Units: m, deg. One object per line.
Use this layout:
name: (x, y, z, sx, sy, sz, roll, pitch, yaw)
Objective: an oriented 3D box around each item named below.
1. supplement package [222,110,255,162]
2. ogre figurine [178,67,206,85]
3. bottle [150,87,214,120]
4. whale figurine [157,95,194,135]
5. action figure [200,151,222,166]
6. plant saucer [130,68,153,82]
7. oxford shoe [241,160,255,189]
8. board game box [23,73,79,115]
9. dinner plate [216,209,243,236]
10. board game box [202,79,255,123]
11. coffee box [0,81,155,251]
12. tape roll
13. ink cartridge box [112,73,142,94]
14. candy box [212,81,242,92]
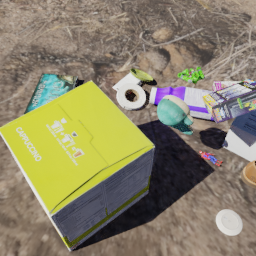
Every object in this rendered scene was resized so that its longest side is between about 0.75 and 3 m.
supplement package: (4.661, -0.197, 10.091, 1.340, 1.392, 2.447, 30, 60, 22)
ogre figurine: (2.050, -1.659, 8.868, 0.871, 0.427, 0.522, -5, 46, -34)
bottle: (2.261, -1.053, 11.036, 2.768, 0.904, 1.156, 10, 51, 8)
whale figurine: (1.412, -0.260, 8.344, 0.788, 1.519, 1.209, -46, 41, -12)
action figure: (2.910, 1.045, 9.917, 0.826, 0.213, 0.270, 29, 61, 23)
plant saucer: (0.562, -2.272, 12.157, 1.090, 0.169, 1.090, 21, 25, -10)
oxford shoe: (5.250, 1.670, 8.941, 2.893, 1.031, 1.032, 12, 52, 6)
board game box: (-3.104, -1.288, 11.576, 1.635, 0.340, 2.417, 5, 53, 4)
dinner plate: (3.117, 2.879, 8.596, 0.804, 0.097, 0.804, 0, 52, 1)
board game box: (3.001, -0.798, 7.922, 1.504, 0.516, 1.820, -21, 11, 13)
coffee box: (-1.359, 1.058, 8.150, 2.989, 2.956, 2.985, -31, 59, -21)
tape roll: (0.132, -1.275, 11.419, 1.195, 0.218, 1.195, 5, 67, -13)
ink cartridge box: (-0.036, -1.818, 12.003, 0.660, 0.305, 1.211, 35, 61, 22)
candy box: (4.238, -1.583, 11.785, 1.180, 0.360, 0.805, 0, 52, 0)
